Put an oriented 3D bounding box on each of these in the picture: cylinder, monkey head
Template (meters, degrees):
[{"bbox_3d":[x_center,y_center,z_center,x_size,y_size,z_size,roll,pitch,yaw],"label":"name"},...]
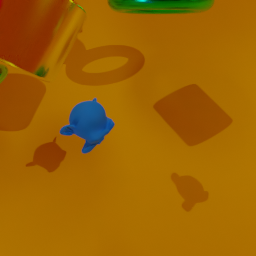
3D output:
[{"bbox_3d":[-1.496,-1.573,4.466,1.276,1.276,1.276,30,96,13],"label":"cylinder"},{"bbox_3d":[-0.632,-0.018,4.275,0.650,0.776,1.079,39,34,-3],"label":"monkey head"}]

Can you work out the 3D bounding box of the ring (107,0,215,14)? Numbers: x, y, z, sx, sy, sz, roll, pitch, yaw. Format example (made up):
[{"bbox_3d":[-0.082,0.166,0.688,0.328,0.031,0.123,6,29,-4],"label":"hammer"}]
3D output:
[{"bbox_3d":[0.627,-2.479,5.461,2.057,2.057,0.411,0,110,0],"label":"ring"}]

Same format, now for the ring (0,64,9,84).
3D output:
[{"bbox_3d":[-2.851,-0.759,5.410,1.309,0.262,1.309,-29,30,19],"label":"ring"}]
